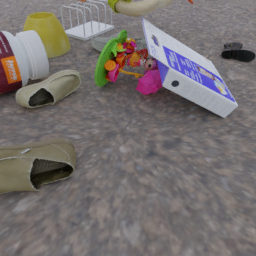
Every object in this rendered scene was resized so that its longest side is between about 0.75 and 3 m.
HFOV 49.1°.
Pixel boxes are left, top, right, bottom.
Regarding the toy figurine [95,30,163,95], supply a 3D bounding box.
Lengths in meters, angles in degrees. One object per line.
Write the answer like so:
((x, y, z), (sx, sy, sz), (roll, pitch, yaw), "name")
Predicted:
((0.298, -1.808, 8.339), (1.852, 1.511, 2.013), (24, 67, 10), "toy figurine")

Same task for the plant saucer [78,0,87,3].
((-1.786, -4.935, 9.745), (0.212, 1.133, 1.133), (-43, 50, -11), "plant saucer")

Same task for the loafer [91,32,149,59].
((-0.309, -3.242, 10.611), (2.490, 0.869, 0.871), (15, 40, 19), "loafer")

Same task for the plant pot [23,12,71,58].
((-3.247, -3.670, 10.801), (1.874, 1.331, 1.874), (-1, 37, 0), "plant pot")

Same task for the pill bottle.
((-3.936, -1.784, 8.009), (2.957, 1.688, 1.688), (-23, 43, -26), "pill bottle")

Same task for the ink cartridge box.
((1.471, -1.765, 7.851), (2.798, 0.607, 2.772), (26, 33, -20), "ink cartridge box")

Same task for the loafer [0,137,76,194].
((-2.048, 0.787, 5.286), (2.331, 0.886, 0.786), (-18, 36, -22), "loafer")

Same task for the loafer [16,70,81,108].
((-2.117, -1.021, 7.871), (1.928, 0.730, 0.658), (-28, 46, -19), "loafer")

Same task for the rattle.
((0.664, -4.230, 7.767), (2.566, 1.833, 1.670), (0, 48, 2), "rattle")

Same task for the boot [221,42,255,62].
((4.196, -2.967, 10.604), (1.304, 0.452, 1.135), (15, 40, 23), "boot")

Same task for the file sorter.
((-1.792, -4.919, 12.518), (1.410, 1.265, 2.032), (24, 43, 27), "file sorter")
